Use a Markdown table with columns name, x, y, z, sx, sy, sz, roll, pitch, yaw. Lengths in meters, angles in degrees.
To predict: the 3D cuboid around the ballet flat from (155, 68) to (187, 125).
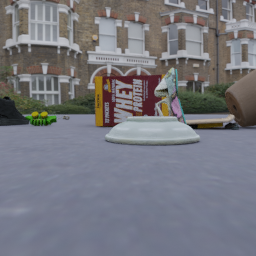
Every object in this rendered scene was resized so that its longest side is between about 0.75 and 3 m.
| name | x | y | z | sx | sy | sz | roll | pitch | yaw |
| --- | --- | --- | --- | --- | --- | --- | --- | --- | --- |
| ballet flat | 1.108 | -0.774 | 7.615 | 0.711 | 1.998 | 0.691 | -7 | -24 | 5 |

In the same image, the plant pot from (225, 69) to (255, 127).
| name | x | y | z | sx | sy | sz | roll | pitch | yaw |
| --- | --- | --- | --- | --- | --- | --- | --- | --- | --- |
| plant pot | 4.764 | -1.081 | 9.751 | 2.253 | 2.583 | 2.583 | -23 | 3 | 3 |

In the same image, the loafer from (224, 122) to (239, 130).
| name | x | y | z | sx | sy | sz | roll | pitch | yaw |
| --- | --- | --- | --- | --- | --- | --- | --- | --- | --- |
| loafer | 3.398 | -0.085 | 9.140 | 0.277 | 0.242 | 0.771 | 1 | 4 | -7 |

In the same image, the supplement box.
| name | x | y | z | sx | sy | sz | roll | pitch | yaw |
| --- | --- | --- | --- | --- | --- | --- | --- | --- | --- |
| supplement box | 0.335 | -1.044 | 11.333 | 2.743 | 1.846 | 2.781 | 0 | 3 | 10 |

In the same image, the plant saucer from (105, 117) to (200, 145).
| name | x | y | z | sx | sy | sz | roll | pitch | yaw |
| --- | --- | --- | --- | --- | --- | --- | --- | --- | --- |
| plant saucer | 0.487 | 0.010 | 5.705 | 1.909 | 0.479 | 1.909 | 0 | 3 | 0 |

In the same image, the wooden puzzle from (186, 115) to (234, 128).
| name | x | y | z | sx | sy | sz | roll | pitch | yaw |
| --- | --- | --- | --- | --- | --- | --- | --- | --- | --- |
| wooden puzzle | 2.636 | -0.166 | 9.641 | 1.847 | 0.344 | 1.708 | -8 | 1 | 16 |

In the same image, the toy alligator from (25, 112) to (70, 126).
| name | x | y | z | sx | sy | sz | roll | pitch | yaw |
| --- | --- | --- | --- | --- | --- | --- | --- | --- | --- |
| toy alligator | -3.231 | -0.290 | 11.089 | 1.782 | 0.528 | 0.484 | 1 | 45 | 2 |

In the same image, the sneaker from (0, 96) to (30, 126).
| name | x | y | z | sx | sy | sz | roll | pitch | yaw |
| --- | --- | --- | --- | --- | --- | --- | --- | --- | --- |
| sneaker | -4.945 | -0.746 | 11.754 | 0.717 | 1.246 | 2.389 | 2 | 4 | 15 |
